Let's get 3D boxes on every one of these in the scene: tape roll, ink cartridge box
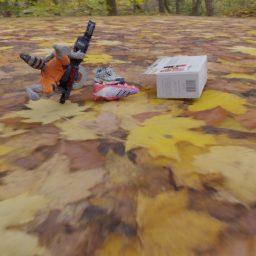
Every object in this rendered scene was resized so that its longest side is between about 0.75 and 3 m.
[{"bbox_3d":[-1.893,-1.816,9.870,0.888,0.888,0.293,-19,36,-34],"label":"tape roll"},{"bbox_3d":[1.674,-1.788,9.648,1.847,0.882,2.103,3,28,23],"label":"ink cartridge box"}]

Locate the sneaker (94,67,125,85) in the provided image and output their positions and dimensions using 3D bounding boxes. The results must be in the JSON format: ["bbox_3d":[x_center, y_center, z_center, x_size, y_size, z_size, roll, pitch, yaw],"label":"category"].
[{"bbox_3d":[-0.662,-1.761,9.445,1.396,0.595,0.538,15,17,42],"label":"sneaker"}]

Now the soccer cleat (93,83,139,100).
[{"bbox_3d":[-0.391,-1.119,8.907,1.474,0.564,0.492,4,14,2],"label":"soccer cleat"}]

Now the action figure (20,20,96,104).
[{"bbox_3d":[-1.926,-1.971,7.833,1.363,2.606,2.521,23,11,-9],"label":"action figure"}]
